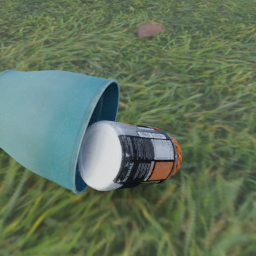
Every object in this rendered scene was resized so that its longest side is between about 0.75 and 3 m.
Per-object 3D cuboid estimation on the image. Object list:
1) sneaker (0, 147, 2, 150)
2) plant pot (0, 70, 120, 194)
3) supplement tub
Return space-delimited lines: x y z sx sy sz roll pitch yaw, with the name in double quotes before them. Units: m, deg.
"sneaker" -2.743 0.026 6.598 1.346 0.493 0.551 -31 52 -12
"plant pot" -1.501 -0.119 5.392 2.078 2.212 2.212 17 43 8
"supplement tub" 0.115 0.508 5.119 1.870 1.145 1.145 8 25 -48
